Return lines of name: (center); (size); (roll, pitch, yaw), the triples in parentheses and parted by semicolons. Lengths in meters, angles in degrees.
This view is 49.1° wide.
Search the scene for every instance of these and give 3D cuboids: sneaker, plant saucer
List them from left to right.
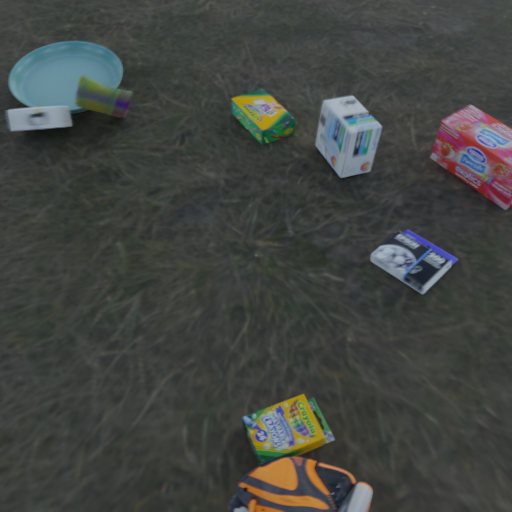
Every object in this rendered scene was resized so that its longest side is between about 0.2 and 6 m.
plant saucer: (-4.581, -4.288, 13.644); (2.661, 0.365, 2.661); (1, 55, -1)
sneaker: (0.201, 3.636, 6.646); (1.551, 1.074, 2.769); (20, 42, 21)

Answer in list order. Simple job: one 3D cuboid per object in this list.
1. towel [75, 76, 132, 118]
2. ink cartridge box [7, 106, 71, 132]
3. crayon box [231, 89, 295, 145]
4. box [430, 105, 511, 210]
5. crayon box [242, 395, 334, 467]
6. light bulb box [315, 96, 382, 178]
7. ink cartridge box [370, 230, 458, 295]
towel: (-3.355, -3.438, 12.247); (1.145, 1.594, 0.182); (12, 81, -18)
ink cartridge box: (-4.762, -3.037, 12.365); (1.121, 0.480, 0.827); (-6, 16, -3)
crayon box: (0.141, -3.194, 12.784); (0.859, 0.421, 1.445); (-24, 54, -19)
box: (4.706, -2.029, 11.390); (0.977, 1.020, 2.046); (-29, 56, -23)
crayon box: (0.466, 2.469, 7.992); (1.153, 0.297, 0.725); (-17, 53, -15)
light bulb box: (1.882, -2.471, 11.621); (0.741, 1.177, 1.187); (-15, 50, -18)
ink cartridge box: (2.876, 0.015, 10.131); (1.151, 0.250, 1.140); (-37, 56, -28)
